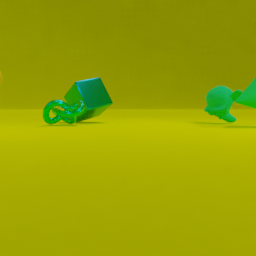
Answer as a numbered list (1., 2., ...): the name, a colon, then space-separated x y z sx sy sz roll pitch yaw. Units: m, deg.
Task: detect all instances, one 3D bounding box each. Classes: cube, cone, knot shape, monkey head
1. cube: -1.579 -1.113 11.080 1.214 1.214 1.214 -20 -10 -41
2. cone: 3.679 -0.917 8.112 1.465 1.460 1.460 -16 9 -18
3. knot shape: -2.059 -0.551 9.416 1.323 0.653 1.414 -15 -11 14
4. monkey head: 3.627 -0.914 10.604 1.388 1.163 1.930 27 -5 -18

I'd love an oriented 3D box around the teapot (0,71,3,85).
1. teapot: -4.422 -1.655 8.916 0.829 1.334 0.653 -16 17 -30
